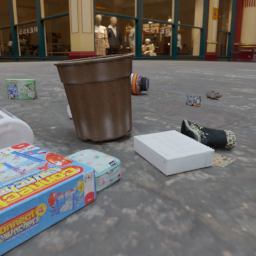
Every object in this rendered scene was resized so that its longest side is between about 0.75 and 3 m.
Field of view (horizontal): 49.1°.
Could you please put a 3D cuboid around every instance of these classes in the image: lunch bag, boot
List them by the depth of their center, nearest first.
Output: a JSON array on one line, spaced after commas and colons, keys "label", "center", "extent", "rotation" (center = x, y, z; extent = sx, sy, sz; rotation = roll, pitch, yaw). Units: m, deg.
[{"label": "lunch bag", "center": [-0.902, 0.985, 6.746], "extent": [1.365, 0.526, 1.095], "rotation": [14, 22, 38]}, {"label": "boot", "center": [2.527, 0.217, 9.125], "extent": [1.389, 0.664, 1.840], "rotation": [3, 16, -5]}]

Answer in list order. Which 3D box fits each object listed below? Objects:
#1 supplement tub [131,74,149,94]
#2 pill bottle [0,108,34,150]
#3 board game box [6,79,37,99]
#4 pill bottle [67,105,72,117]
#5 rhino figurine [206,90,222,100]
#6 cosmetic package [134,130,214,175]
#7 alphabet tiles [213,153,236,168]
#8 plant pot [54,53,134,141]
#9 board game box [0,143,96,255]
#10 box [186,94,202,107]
[{"label": "supplement tub", "center": [0.077, -2.774, 17.588], "extent": [2.426, 1.298, 1.298], "rotation": [5, 18, 15]}, {"label": "pill bottle", "center": [-3.766, 0.136, 8.122], "extent": [1.333, 1.333, 2.344], "rotation": [-13, 22, -36]}, {"label": "board game box", "center": [-6.116, -2.232, 16.094], "extent": [1.682, 1.132, 0.245], "rotation": [3, 18, 8]}, {"label": "pill bottle", "center": [-1.925, -0.847, 12.261], "extent": [1.340, 0.757, 0.757], "rotation": [-14, 22, -36]}, {"label": "rhino figurine", "center": [5.001, -1.877, 16.229], "extent": [0.539, 0.368, 1.232], "rotation": [-19, 24, -15]}, {"label": "cosmetic package", "center": [1.216, 0.624, 7.940], "extent": [1.463, 0.501, 1.940], "rotation": [-5, 18, -23]}, {"label": "alphabet tiles", "center": [2.464, 0.877, 7.935], "extent": [0.739, 0.033, 0.884], "rotation": [-16, 23, -40]}, {"label": "plant pot", "center": [-0.974, -1.070, 9.553], "extent": [2.641, 2.614, 2.641], "rotation": [-6, 17, 2]}, {"label": "board game box", "center": [-2.442, 1.224, 5.603], "extent": [2.551, 0.728, 2.605], "rotation": [13, 21, 36]}, {"label": "box", "center": [3.395, -1.436, 14.470], "extent": [0.839, 0.574, 0.167], "rotation": [14, 23, 40]}]
